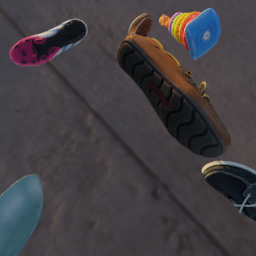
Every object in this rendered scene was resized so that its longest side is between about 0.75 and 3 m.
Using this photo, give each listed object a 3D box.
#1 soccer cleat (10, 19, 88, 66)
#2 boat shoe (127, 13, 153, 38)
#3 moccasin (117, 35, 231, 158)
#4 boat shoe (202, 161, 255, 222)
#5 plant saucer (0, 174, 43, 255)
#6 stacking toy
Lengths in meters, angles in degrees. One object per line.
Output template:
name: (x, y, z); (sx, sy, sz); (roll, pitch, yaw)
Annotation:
soccer cleat: (-1.845, -2.000, 6.742); (1.911, 0.825, 0.668); (-25, 105, -5)
boat shoe: (0.215, -1.994, 6.404); (0.487, 1.286, 0.462); (-1, 57, -30)
moccasin: (0.937, -0.665, 5.375); (1.085, 1.028, 2.810); (-25, 65, -36)
boat shoe: (2.447, 1.388, 5.650); (2.217, 0.796, 0.750); (33, 39, -14)
plant saucer: (-1.930, 1.718, 4.709); (0.371, 1.929, 1.929); (26, 71, 7)
stacking toy: (1.287, -2.372, 6.601); (0.879, 0.930, 1.602); (-39, 45, -10)
